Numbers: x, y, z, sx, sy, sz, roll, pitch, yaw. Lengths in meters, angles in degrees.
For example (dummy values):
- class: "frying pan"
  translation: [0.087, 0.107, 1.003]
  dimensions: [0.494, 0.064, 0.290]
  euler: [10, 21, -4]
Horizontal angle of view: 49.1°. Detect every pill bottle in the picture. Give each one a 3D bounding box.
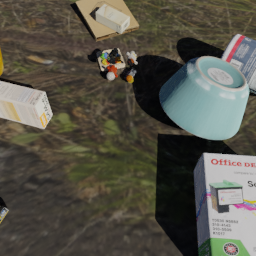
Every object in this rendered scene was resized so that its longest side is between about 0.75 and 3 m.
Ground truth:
- class: "pill bottle"
  translation: [4.712, -2.008, 9.822]
  dimensions: [2.785, 1.665, 1.665]
  euler: [30, 61, 18]

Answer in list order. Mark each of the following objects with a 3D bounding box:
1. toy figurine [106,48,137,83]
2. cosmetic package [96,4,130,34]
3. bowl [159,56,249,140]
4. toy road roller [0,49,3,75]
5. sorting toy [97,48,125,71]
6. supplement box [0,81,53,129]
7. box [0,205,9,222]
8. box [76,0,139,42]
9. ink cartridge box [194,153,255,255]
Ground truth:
- class: "toy figurine"
  translation: [-0.236, -2.286, 10.338]
  dimensions: [1.127, 1.145, 0.796]
  euler: [12, 43, 3]
- class: "cosmetic package"
  translation: [-0.651, -4.669, 11.983]
  dimensions: [1.334, 0.487, 0.690]
  euler: [31, 65, 12]
- class: "bowl"
  translation: [2.599, -1.192, 8.891]
  dimensions: [2.895, 1.514, 2.895]
  euler: [11, 44, -11]
- class: "toy road roller"
  translation: [-5.967, -2.608, 10.273]
  dimensions: [2.825, 1.736, 2.062]
  euler: [16, 45, 4]
- class: "sorting toy"
  translation: [-0.702, -2.778, 11.241]
  dimensions: [0.982, 0.194, 1.061]
  euler: [-12, 57, -8]
- class: "supplement box"
  translation: [-3.599, -0.781, 9.267]
  dimensions: [1.903, 1.200, 0.700]
  euler: [15, 55, 9]
- class: "box"
  translation: [-4.184, 2.600, 7.463]
  dimensions: [1.212, 0.375, 1.518]
  euler: [20, 58, 11]
- class: "box"
  translation: [-0.957, -5.094, 12.620]
  dimensions: [2.065, 0.269, 2.526]
  euler: [-21, 65, -13]
- class: "ink cartridge box"
  translation: [2.926, 2.206, 7.193]
  dimensions: [2.126, 1.233, 2.936]
  euler: [4, 56, 3]
